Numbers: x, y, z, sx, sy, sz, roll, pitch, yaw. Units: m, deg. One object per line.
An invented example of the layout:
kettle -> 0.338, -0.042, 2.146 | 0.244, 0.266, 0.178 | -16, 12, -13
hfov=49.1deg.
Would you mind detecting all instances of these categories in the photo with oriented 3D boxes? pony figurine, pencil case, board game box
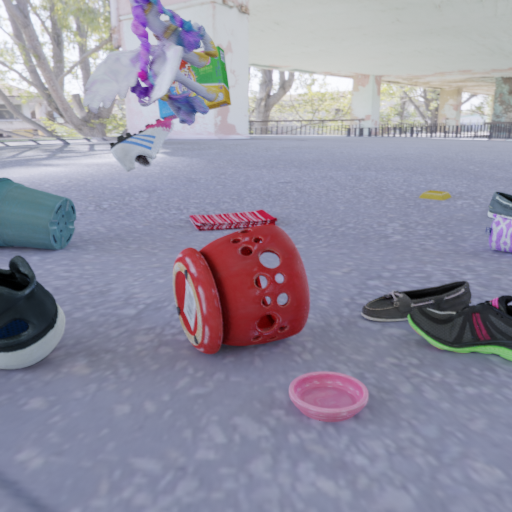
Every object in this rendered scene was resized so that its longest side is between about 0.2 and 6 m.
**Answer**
pony figurine -> -1.437, -2.893, 8.478 | 1.755, 2.034, 2.107 | 9, -12, 31
pencil case -> 5.478, -0.367, 10.985 | 1.750, 0.748, 0.734 | 11, -3, 30
board game box -> -1.516, -4.021, 13.171 | 1.738, 1.330, 0.351 | -10, -4, 19

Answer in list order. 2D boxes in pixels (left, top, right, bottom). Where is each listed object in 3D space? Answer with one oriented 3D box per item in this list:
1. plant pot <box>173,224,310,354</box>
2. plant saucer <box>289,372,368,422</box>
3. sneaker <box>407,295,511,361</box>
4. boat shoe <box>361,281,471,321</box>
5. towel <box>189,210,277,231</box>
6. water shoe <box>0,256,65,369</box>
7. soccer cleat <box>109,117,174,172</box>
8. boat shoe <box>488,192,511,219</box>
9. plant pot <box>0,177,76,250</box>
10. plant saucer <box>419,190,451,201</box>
plant pot -> -0.261, 0.417, 6.908 | 1.339, 1.470, 1.470 | -11, 19, -22
plant saucer -> 0.720, 1.420, 5.605 | 0.787, 0.199, 0.787 | 0, 16, 0
sneaker -> 2.777, 0.798, 6.780 | 1.815, 0.760, 0.696 | 7, 17, 23
boat shoe -> 2.285, 0.612, 7.999 | 1.638, 0.467, 0.548 | -3, 16, -10
towel -> -0.592, -0.910, 13.949 | 1.992, 0.224, 1.440 | -4, 15, -14
water shoe -> -3.921, 0.407, 6.502 | 3.441, 1.358, 1.230 | 2, 41, 8
soccer cleat -> -2.224, -2.246, 11.458 | 0.617, 0.763, 1.766 | -21, 14, 44
boat shoe -> 6.925, -1.162, 13.946 | 0.819, 0.695, 2.249 | -15, 21, -43
plant pot -> -4.590, -0.768, 11.480 | 1.437, 1.467, 1.467 | 10, 17, 7
plant saucer -> 5.634, -1.917, 17.610 | 0.812, 0.197, 0.812 | 11, 20, 35
